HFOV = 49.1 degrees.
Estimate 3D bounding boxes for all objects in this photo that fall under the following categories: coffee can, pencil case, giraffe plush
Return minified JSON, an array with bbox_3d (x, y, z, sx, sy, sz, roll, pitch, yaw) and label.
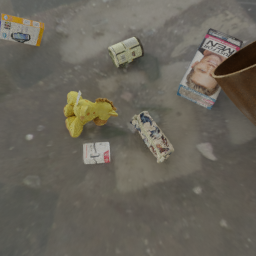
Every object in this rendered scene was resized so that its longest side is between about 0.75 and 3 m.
[{"bbox_3d":[-0.063,-2.531,9.301,0.986,0.722,0.722,-25,70,-10],"label":"coffee can"},{"bbox_3d":[0.716,0.263,8.199,0.709,0.617,1.585,-12,62,-49],"label":"pencil case"},{"bbox_3d":[-1.057,-0.508,8.318,1.270,1.566,1.351,-1,63,-31],"label":"giraffe plush"}]

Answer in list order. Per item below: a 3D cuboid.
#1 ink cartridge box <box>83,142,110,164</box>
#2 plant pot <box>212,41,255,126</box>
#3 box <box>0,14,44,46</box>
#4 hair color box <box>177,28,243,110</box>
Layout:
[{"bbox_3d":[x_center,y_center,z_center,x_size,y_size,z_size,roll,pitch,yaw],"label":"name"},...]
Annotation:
[{"bbox_3d":[-0.914,0.727,8.177,0.751,0.319,0.547,-6,59,0],"label":"ink cartridge box"},{"bbox_3d":[4.162,-0.918,7.639,2.639,2.639,2.824,-37,104,-14],"label":"plant pot"},{"bbox_3d":[-3.577,-3.210,9.194,1.473,0.877,0.306,7,62,-26],"label":"box"},{"bbox_3d":[2.655,-1.945,9.060,1.222,0.740,2.444,26,71,10],"label":"hair color box"}]
